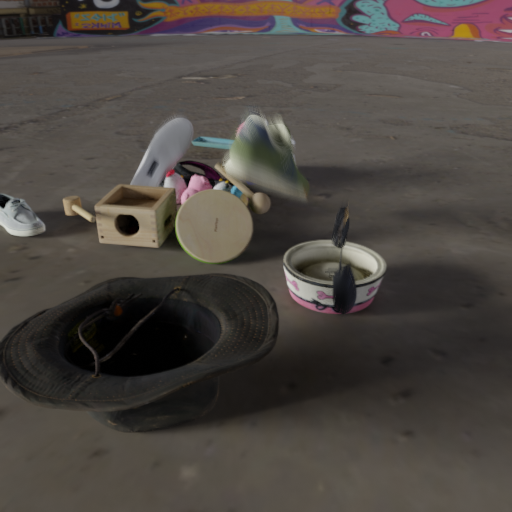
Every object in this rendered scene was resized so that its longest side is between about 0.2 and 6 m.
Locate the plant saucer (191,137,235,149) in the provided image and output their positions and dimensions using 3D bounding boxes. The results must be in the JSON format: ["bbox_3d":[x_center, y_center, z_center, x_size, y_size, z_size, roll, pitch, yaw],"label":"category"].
[{"bbox_3d":[-1.088,-3.441,17.175,1.724,0.164,0.603,10,29,17],"label":"plant saucer"}]

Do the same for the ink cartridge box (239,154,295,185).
[{"bbox_3d":[0.325,-2.164,14.323,0.908,0.356,1.918,-3,23,22],"label":"ink cartridge box"}]

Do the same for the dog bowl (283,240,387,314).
[{"bbox_3d":[1.276,0.352,9.320,1.700,0.627,1.700,1,26,-1],"label":"dog bowl"}]

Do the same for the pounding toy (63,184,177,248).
[{"bbox_3d":[-2.776,-0.687,11.039,2.000,0.915,1.757,5,28,9],"label":"pounding toy"}]

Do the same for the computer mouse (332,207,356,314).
[{"bbox_3d":[1.298,0.098,8.010,0.274,1.612,0.473,12,28,34],"label":"computer mouse"}]

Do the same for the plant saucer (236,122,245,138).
[{"bbox_3d":[-0.070,-2.676,13.686,1.257,1.257,0.319,24,39,38],"label":"plant saucer"}]

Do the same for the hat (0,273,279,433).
[{"bbox_3d":[-1.311,1.340,6.792,3.270,1.319,3.270,-5,21,2],"label":"hat"}]

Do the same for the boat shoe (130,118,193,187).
[{"bbox_3d":[-2.199,-2.242,13.027,0.775,2.185,0.763,30,9,-12],"label":"boat shoe"}]

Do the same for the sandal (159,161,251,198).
[{"bbox_3d":[-1.342,-1.941,13.734,2.719,0.651,1.022,13,30,24],"label":"sandal"}]

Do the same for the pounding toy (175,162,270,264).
[{"bbox_3d":[-0.725,-0.631,10.886,1.450,0.871,1.878,33,72,1],"label":"pounding toy"}]

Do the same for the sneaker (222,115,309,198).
[{"bbox_3d":[0.424,-1.865,10.597,0.899,1.204,2.682,23,9,29],"label":"sneaker"}]

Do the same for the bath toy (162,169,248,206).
[{"bbox_3d":[-1.250,-1.445,12.637,2.190,0.809,0.952,17,32,31],"label":"bath toy"}]

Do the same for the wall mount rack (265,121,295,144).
[{"bbox_3d":[0.332,-2.499,12.670,1.018,1.171,0.437,26,-1,-34],"label":"wall mount rack"}]

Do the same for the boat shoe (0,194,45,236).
[{"bbox_3d":[-5.069,-0.901,11.765,1.761,0.627,0.614,23,35,36],"label":"boat shoe"}]
